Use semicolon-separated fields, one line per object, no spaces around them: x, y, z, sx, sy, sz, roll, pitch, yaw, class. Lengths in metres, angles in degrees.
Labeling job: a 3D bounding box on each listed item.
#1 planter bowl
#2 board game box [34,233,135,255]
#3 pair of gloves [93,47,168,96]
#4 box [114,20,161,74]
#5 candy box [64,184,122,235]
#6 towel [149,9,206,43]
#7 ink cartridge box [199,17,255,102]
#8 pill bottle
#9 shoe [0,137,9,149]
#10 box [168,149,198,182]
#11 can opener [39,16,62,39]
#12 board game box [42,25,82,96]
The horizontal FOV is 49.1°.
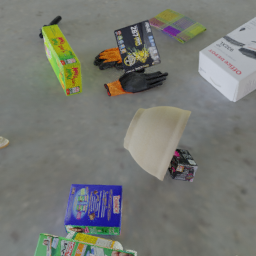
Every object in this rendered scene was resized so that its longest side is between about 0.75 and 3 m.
0.632;0.206;6.726;1.189;1.767;1.767;23;54;11;planter bowl
-0.971;3.266;4.624;1.744;0.377;2.592;9;70;9;board game box
0.052;-2.106;9.741;2.206;0.306;2.476;-16;52;-13;pair of gloves
0.228;-2.038;7.046;0.939;0.286;1.165;-15;75;5;box
-0.734;1.823;6.324;1.201;0.463;1.016;1;48;2;candy box
1.972;-4.259;11.593;2.172;0.247;1.560;37;58;26;towel
3.800;-2.254;9.025;2.456;1.028;1.782;-32;57;-8;ink cartridge box
-0.563;2.570;5.486;1.391;0.784;0.784;9;51;9;pill bottle
-3.802;0.357;7.676;1.044;0.279;0.365;3;50;3;shoe
1.286;0.890;6.838;0.536;0.465;0.811;9;22;-11;box
-3.126;-4.074;11.362;0.504;0.625;1.591;-23;36;34;can opener
-2.187;-2.273;9.255;0.551;1.176;2.315;-18;53;-19;board game box
